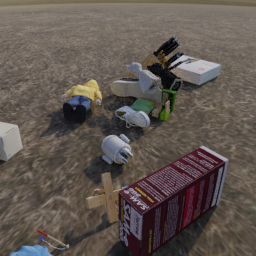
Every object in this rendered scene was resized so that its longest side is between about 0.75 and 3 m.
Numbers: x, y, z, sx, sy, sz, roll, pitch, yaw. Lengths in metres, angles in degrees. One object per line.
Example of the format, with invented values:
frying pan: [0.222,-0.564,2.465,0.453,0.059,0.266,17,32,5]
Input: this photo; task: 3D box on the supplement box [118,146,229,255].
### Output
supplement box: [1.105,1.666,6.630,2.787,1.517,0.849,-22,37,-33]

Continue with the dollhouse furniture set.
dollhouse furniture set: [0.972,-1.117,11.935,1.815,0.911,1.189,15,34,24]

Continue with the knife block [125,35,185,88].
knife block: [1.312,-3.409,14.158,2.967,2.604,0.949,18,34,28]

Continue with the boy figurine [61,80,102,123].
boy figurine: [-1.991,-1.329,12.296,1.766,0.915,2.841,7,30,5]

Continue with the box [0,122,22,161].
box: [-4.752,0.307,9.464,2.114,1.004,0.822,12,32,17]

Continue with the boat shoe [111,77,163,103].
boat shoe: [0.538,-1.834,13.123,2.782,1.028,0.839,11,36,31]

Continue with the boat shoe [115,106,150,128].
boat shoe: [0.064,-0.407,11.006,0.745,0.645,1.746,-21,34,-32]

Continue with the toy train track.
toy train track: [-0.170,1.708,7.350,2.114,1.213,0.344,-7,-4,-35]

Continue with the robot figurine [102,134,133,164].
robot figurine: [-0.387,0.679,9.101,1.040,0.693,1.227,-48,46,-9]

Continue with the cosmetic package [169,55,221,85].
cosmetic package: [3.516,-3.376,15.995,2.079,0.713,2.758,-29,41,-36]

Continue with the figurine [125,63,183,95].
figurine: [1.070,-2.326,12.437,2.022,0.870,1.973,-6,43,-33]

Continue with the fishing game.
fishing game: [-2.028,2.969,5.684,1.244,0.270,1.738,15,41,24]
